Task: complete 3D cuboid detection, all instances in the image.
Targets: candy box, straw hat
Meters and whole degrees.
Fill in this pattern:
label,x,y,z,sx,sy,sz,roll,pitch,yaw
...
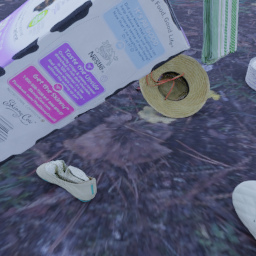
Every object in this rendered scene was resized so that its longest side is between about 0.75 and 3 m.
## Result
label,x,y,z,sx,sy,sz,roll,pitch,yaw
candy box,-0.989,-1.191,3.955,2.949,1.055,2.474,-30,38,12
straw hat,1.360,-1.240,8.643,2.107,2.107,0.892,-1,-9,-2

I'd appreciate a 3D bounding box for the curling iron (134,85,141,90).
label,x,y,z,sx,sy,sz,roll,pitch,yaw
curling iron,0.776,-1.322,9.519,1.152,0.147,0.286,8,34,12

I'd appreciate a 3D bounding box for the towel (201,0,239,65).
label,x,y,z,sx,sy,sz,roll,pitch,yaw
towel,1.515,-1.837,4.500,0.218,1.424,1.867,7,22,30

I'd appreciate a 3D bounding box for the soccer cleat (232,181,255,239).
label,x,y,z,sx,sy,sz,roll,pitch,yaw
soccer cleat,2.484,1.795,4.007,1.108,0.989,2.855,4,31,-33

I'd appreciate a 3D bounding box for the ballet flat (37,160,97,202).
label,x,y,z,sx,sy,sz,roll,pitch,yaw
ballet flat,-1.291,0.948,5.783,1.592,0.553,0.553,20,39,27

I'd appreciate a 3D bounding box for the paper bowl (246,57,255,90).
label,x,y,z,sx,sy,sz,roll,pitch,yaw
paper bowl,5.357,-1.999,9.606,2.309,1.201,2.309,-1,34,1
